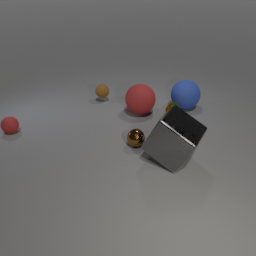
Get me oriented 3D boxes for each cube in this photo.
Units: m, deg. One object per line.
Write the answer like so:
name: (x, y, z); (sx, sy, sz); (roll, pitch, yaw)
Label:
cube: (1.553, 0.343, 9.396); (1.400, 1.400, 1.400); (37, 38, 9)

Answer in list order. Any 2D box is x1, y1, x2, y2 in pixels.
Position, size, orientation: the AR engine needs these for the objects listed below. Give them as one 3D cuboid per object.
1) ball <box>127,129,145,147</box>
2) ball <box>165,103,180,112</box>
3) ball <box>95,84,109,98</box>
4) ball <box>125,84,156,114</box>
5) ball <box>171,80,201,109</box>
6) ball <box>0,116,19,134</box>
ball: (0.300, 0.375, 10.587); (0.700, 0.700, 0.700); (0, 28, 0)
ball: (2.040, -0.799, 12.692); (0.700, 0.700, 0.700); (0, 28, 0)
ball: (-1.305, -1.875, 14.205); (0.700, 0.700, 0.700); (0, 28, 0)
ball: (0.569, -1.331, 12.870); (1.400, 1.400, 1.400); (0, 28, 0)
ball: (2.756, -1.607, 13.424); (1.400, 1.400, 1.400); (0, 28, 0)
ball: (-4.835, -0.124, 11.460); (0.700, 0.700, 0.700); (0, 28, 0)
